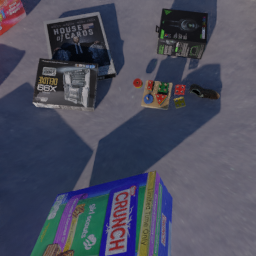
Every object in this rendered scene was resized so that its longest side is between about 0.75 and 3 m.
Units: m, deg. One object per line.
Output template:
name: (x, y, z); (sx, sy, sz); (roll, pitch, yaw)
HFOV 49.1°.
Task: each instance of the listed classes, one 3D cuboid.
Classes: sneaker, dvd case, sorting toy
sneaker: (1.979, -0.878, 7.325); (0.795, 0.280, 0.300); (23, 54, 11)
dvd case: (-1.416, -2.287, 8.033); (1.730, 0.285, 2.302); (-12, 67, -6)
sorting toy: (0.739, -0.841, 6.916); (1.421, 0.240, 0.685); (10, 83, 20)

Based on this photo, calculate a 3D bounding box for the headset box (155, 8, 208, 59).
headset box: (1.511, -2.751, 8.137); (1.437, 0.667, 1.251); (9, 62, 5)

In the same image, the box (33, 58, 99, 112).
box: (-1.568, -1.096, 7.192); (1.529, 0.381, 1.206); (6, 77, -2)

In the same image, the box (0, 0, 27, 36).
box: (-4.598, -3.286, 8.041); (1.441, 1.329, 2.809); (35, 67, 17)

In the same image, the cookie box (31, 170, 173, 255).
cookie box: (-0.424, 1.829, 4.644); (2.172, 0.816, 1.858); (-17, 31, 22)
